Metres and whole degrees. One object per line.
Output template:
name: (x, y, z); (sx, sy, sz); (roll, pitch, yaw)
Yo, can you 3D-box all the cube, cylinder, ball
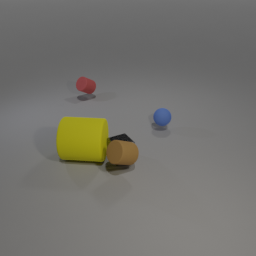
cube: (-0.236, 0.695, 9.243); (0.700, 0.700, 0.700); (-15, 32, -25)
cylinder: (-0.161, 0.734, 8.285); (0.700, 0.700, 0.700); (11, 13, -47)
cylinder: (-1.430, 0.358, 9.100); (1.400, 1.400, 1.400); (3, 28, 5)
cylinder: (-2.015, -2.044, 13.459); (0.700, 0.700, 0.700); (21, 5, 33)
ball: (1.336, -0.427, 10.896); (0.700, 0.700, 0.700); (0, 28, 0)
